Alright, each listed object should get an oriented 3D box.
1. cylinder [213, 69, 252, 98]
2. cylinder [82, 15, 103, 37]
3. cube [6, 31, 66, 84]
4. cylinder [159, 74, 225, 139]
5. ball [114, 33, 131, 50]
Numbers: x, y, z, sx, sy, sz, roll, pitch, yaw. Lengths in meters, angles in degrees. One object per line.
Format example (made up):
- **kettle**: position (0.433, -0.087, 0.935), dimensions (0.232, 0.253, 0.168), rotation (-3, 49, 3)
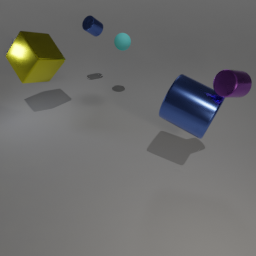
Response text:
- **cylinder**: position (2.689, -1.136, 7.225), dimensions (0.700, 0.700, 0.700), rotation (-5, 30, -37)
- **cylinder**: position (-1.602, -4.631, 12.744), dimensions (0.700, 0.700, 0.700), rotation (28, 7, 35)
- **cube**: position (-3.630, -2.756, 11.029), dimensions (1.400, 1.400, 1.400), rotation (56, 33, 9)
- **cylinder**: position (1.818, -0.618, 8.023), dimensions (1.400, 1.400, 1.400), rotation (30, 41, 14)
- **ball**: position (-0.230, -3.603, 11.699), dimensions (0.700, 0.700, 0.700), rotation (0, 34, 0)
